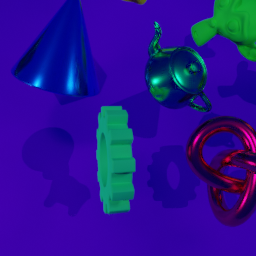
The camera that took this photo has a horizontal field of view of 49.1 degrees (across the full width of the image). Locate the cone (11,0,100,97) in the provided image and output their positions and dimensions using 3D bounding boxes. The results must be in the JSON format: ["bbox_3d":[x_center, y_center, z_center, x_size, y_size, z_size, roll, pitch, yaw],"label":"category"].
[{"bbox_3d":[-1.112,-1.651,5.079,1.674,1.674,1.680,22,110,10],"label":"cone"}]

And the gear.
[{"bbox_3d":[-0.250,0.506,4.564,0.312,1.689,1.689,-1,65,-14],"label":"gear"}]

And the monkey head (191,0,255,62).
[{"bbox_3d":[2.010,-2.085,5.559,1.081,1.291,1.794,-12,82,-49],"label":"monkey head"}]

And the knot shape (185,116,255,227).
[{"bbox_3d":[1.695,0.614,4.531,0.838,1.813,1.697,-27,81,-41],"label":"knot shape"}]

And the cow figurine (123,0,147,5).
[{"bbox_3d":[0.290,-3.445,5.805,1.556,0.868,1.582,-10,88,15],"label":"cow figurine"}]

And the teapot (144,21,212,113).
[{"bbox_3d":[0.791,-0.898,4.506,1.689,0.827,1.050,50,61,-14],"label":"teapot"}]
